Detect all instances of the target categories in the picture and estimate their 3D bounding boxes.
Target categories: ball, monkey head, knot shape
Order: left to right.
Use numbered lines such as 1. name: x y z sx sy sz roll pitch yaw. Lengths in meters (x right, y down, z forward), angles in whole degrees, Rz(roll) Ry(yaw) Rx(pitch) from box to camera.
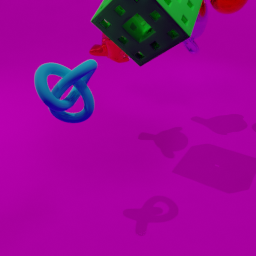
1. knot shape: -0.813 -0.620 4.164 0.496 1.073 1.004 31 75 35
2. monkey head: -0.357 -1.995 6.250 1.105 0.926 1.536 6 41 12
3. monkey head: 1.263 -2.736 6.918 1.125 1.867 1.343 -12 13 -38
4. ball: 2.261 -3.006 6.243 0.877 0.877 0.877 0 32 0

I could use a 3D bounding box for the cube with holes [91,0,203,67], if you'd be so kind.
1. cube with holes: 0.366 -2.128 4.924 1.233 1.233 1.233 -20 41 50
